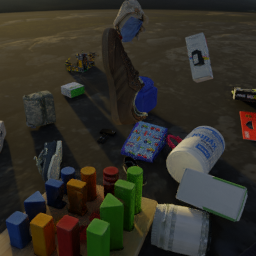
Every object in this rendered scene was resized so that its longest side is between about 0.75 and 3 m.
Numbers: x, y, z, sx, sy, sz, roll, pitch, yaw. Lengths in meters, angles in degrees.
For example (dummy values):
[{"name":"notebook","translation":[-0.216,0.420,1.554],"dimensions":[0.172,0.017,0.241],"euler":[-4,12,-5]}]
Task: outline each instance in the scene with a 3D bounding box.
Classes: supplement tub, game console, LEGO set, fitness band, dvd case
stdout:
[{"name":"supplement tub","translation":[2.114,0.798,8.587],"dimensions":[1.211,1.211,1.835],"euler":[18,34,29]},{"name":"game console","translation":[-0.878,0.292,10.590],"dimensions":[0.583,0.119,0.989],"euler":[11,30,19]},{"name":"LEGO set","translation":[-3.021,-4.436,17.854],"dimensions":[1.634,1.231,2.125],"euler":[18,34,29]},{"name":"fitness band","translation":[1.709,0.568,9.774],"dimensions":[0.632,0.165,0.880],"euler":[-20,59,-46]},{"name":"dvd case","translation":[2.893,3.043,5.656],"dimensions":[1.846,0.147,1.372],"euler":[-18,34,-29]}]

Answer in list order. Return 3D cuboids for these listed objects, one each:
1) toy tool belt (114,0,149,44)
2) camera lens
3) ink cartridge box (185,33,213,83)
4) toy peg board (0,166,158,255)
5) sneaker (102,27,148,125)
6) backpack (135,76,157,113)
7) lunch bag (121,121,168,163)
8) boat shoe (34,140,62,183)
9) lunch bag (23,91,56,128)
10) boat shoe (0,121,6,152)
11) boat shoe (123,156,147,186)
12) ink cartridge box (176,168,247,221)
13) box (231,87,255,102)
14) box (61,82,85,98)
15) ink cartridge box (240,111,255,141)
[{"name":"toy tool belt","translation":[0.073,-4.653,13.101],"dimensions":[1.452,2.326,1.429],"euler":[-27,74,-37]},{"name":"camera lens","translation":[1.192,2.249,6.208],"dimensions":[1.225,0.980,0.980],"euler":[8,30,13]},{"name":"ink cartridge box","translation":[2.511,-2.404,9.768],"dimensions":[0.608,1.469,1.070],"euler":[-11,0,22]},{"name":"toy peg board","translation":[-1.062,1.802,6.324],"dimensions":[2.910,1.429,2.922],"euler":[11,26,19]},{"name":"sneaker","translation":[-0.054,-1.433,7.813],"dimensions":[1.023,2.707,0.954],"euler":[-5,20,9]},{"name":"backpack","translation":[0.223,-1.550,12.447],"dimensions":[1.853,1.555,1.506],"euler":[16,27,29]},{"name":"lunch bag","translation":[0.548,0.556,9.655],"dimensions":[1.162,0.726,1.544],"euler":[16,42,22]},{"name":"boat shoe","translation":[-2.448,1.002,8.613],"dimensions":[0.674,0.816,2.178],"euler":[-2,28,-6]},{"name":"lunch bag","translation":[-3.574,-0.742,11.226],"dimensions":[1.127,1.343,0.936],"euler":[-13,28,-27]},{"name":"boat shoe","translation":[-4.986,0.387,9.866],"dimensions":[0.963,0.776,2.077],"euler":[-9,22,-10]},{"name":"boat shoe","translation":[0.185,1.302,8.546],"dimensions":[0.439,0.376,1.200],"euler":[-12,33,-22]},{"name":"ink cartridge box","translation":[2.046,1.612,6.616],"dimensions":[1.321,0.763,1.809],"euler":[17,-10,28]},{"name":"box","translation":[5.903,-1.505,12.892],"dimensions":[2.047,0.504,2.120],"euler":[7,14,16]},{"name":"box","translation":[-2.814,-1.958,14.260],"dimensions":[0.792,0.434,0.897],"euler":[23,36,34]},{"name":"ink cartridge box","translation":[5.711,-0.225,11.060],"dimensions":[2.230,0.559,2.569],"euler":[9,30,14]}]
